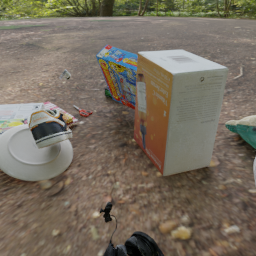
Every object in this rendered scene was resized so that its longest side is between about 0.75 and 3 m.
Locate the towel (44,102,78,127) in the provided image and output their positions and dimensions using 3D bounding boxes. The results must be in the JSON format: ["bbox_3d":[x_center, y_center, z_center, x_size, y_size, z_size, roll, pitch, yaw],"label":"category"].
[{"bbox_3d":[-3.187,-0.346,10.728,1.665,0.340,2.275,-24,39,-37],"label":"towel"}]

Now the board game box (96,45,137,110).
[{"bbox_3d":[0.194,-1.675,10.518,2.400,2.451,0.685,27,65,31],"label":"board game box"}]

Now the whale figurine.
[{"bbox_3d":[4.142,0.191,9.082,1.702,1.110,2.139,10,-2,-27],"label":"whale figurine"}]

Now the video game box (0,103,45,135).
[{"bbox_3d":[-4.222,0.046,9.235,2.606,0.610,2.374,-3,34,-2],"label":"video game box"}]

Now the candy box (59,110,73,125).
[{"bbox_3d":[-2.440,-0.358,10.244,0.813,0.225,0.469,27,38,36],"label":"candy box"}]

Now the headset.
[{"bbox_3d":[0.008,2.230,5.094,1.121,0.853,1.816,-14,42,-27],"label":"headset"}]

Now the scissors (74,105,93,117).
[{"bbox_3d":[-2.033,-0.745,11.697,1.340,0.093,0.490,23,37,35],"label":"scissors"}]

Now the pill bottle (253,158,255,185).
[{"bbox_3d":[3.495,1.533,5.558,1.652,1.652,2.890,8,29,15],"label":"pill bottle"}]

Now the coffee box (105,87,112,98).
[{"bbox_3d":[0.022,-1.875,13.485,1.294,0.463,2.104,21,34,35],"label":"coffee box"}]

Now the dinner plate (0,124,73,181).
[{"bbox_3d":[-2.693,0.575,8.131,2.218,0.269,2.218,13,40,-11],"label":"dinner plate"}]

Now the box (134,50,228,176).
[{"bbox_3d":[1.323,-0.534,8.127,1.573,2.958,2.252,-9,29,-20],"label":"box"}]

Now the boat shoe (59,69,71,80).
[{"bbox_3d":[-2.192,-1.824,9.884,0.328,0.322,0.924,-54,16,-14],"label":"boat shoe"}]

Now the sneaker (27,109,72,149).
[{"bbox_3d":[-1.986,-0.002,7.242,0.896,0.908,2.286,-21,0,-11],"label":"sneaker"}]
